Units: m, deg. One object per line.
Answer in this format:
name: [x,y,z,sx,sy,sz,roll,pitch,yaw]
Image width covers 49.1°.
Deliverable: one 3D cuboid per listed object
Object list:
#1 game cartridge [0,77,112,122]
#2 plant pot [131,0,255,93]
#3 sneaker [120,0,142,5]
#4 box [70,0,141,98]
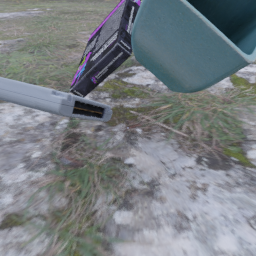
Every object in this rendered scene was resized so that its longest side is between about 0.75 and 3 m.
game cartridge: [-1.293,-0.479,5.145,1.430,0.446,2.147,10,1,17]
plant pot: [1.413,-2.130,6.273,2.314,2.357,2.308,40,57,-3]
sneaker: [0.128,-4.409,9.761,0.785,1.051,2.341,-15,31,-4]
box: [-0.599,-2.451,8.101,0.541,2.144,2.999,35,43,-25]
